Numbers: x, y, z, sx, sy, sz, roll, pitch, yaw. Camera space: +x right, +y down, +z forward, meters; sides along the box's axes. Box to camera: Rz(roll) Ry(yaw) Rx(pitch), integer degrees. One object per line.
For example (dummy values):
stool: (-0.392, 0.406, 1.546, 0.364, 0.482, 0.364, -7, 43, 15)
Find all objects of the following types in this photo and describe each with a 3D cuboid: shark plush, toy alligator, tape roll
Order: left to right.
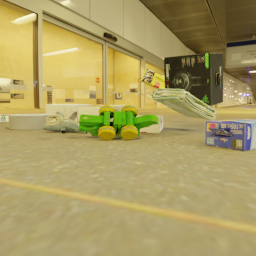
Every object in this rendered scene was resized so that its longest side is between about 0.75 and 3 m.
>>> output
tape roll: (-3.630, -0.255, 10.502, 1.573, 0.520, 1.573, -1, 5, 0)
shark plush: (-1.941, 0.059, 8.886, 1.468, 0.667, 0.611, 23, 33, 16)
toy alligator: (-0.647, -0.043, 7.333, 2.844, 0.843, 0.772, -1, -36, -1)

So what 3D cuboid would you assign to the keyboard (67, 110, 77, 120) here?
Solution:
keyboard: (-2.032, -0.374, 10.237, 0.479, 0.091, 1.701, -20, -7, -33)

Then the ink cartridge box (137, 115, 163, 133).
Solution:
ink cartridge box: (0.683, -0.148, 9.349, 0.891, 0.503, 1.214, 0, 6, 11)

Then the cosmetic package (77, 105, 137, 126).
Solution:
cosmetic package: (-0.664, -0.388, 10.001, 1.287, 0.870, 2.447, 2, 6, 20)

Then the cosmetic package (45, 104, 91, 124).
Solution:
cosmetic package: (-2.852, -0.723, 13.483, 2.116, 0.898, 1.139, 3, 7, 35)

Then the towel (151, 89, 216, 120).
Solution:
towel: (1.607, -0.686, 8.224, 1.397, 0.393, 1.632, 28, -4, -26)

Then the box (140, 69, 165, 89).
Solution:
box: (1.215, -1.830, 11.214, 1.400, 0.527, 0.351, 24, -7, -16)

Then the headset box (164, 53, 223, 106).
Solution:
headset box: (2.216, -1.591, 9.265, 1.869, 1.627, 0.867, 8, 17, 42)

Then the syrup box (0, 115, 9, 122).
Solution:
syrup box: (-6.077, -0.491, 13.994, 0.889, 0.350, 0.362, -2, 6, -19)

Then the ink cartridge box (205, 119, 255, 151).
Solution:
ink cartridge box: (2.430, 0.125, 6.139, 1.529, 0.584, 1.043, -6, 7, -33)
